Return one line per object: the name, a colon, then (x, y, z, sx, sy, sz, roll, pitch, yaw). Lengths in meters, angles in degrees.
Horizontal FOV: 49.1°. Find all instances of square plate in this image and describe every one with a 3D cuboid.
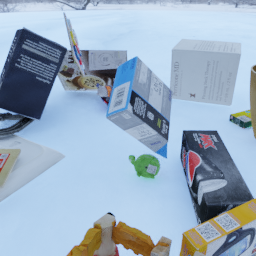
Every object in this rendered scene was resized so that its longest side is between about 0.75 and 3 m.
square plate: (-3.573, 0.882, 7.549, 2.691, 0.383, 2.665, 17, 33, 28)

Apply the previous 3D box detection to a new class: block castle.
block castle: (0.317, 2.542, 3.462, 2.932, 1.376, 1.959, 16, 29, 24)

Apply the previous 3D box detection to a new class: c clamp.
c clamp: (-4.175, -0.134, 9.226, 2.116, 0.335, 2.477, -1, 18, -2)

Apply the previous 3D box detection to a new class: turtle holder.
turtle holder: (0.435, 0.959, 7.234, 0.812, 0.617, 0.576, -11, 10, 17)

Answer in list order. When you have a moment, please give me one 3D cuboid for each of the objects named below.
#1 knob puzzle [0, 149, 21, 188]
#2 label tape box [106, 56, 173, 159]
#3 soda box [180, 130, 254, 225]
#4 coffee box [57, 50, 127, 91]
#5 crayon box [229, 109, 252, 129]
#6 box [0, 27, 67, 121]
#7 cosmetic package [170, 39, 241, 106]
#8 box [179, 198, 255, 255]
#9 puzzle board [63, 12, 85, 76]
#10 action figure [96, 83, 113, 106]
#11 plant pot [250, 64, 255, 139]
knob puzzle: (-3.583, 1.007, 6.652, 1.846, 0.256, 1.846, 1, 29, -1)
label tape box: (0.563, -0.414, 6.698, 0.710, 2.149, 1.539, -22, 46, 40)
soda box: (1.922, 1.105, 6.558, 1.019, 0.912, 2.880, 0, 28, 0)
coffee box: (-1.443, -2.438, 12.086, 2.893, 1.635, 1.155, 1, 69, 2)
crayon box: (4.251, -0.342, 9.916, 1.101, 0.280, 0.699, -13, 31, -22)
box: (-3.456, -1.915, 9.655, 1.502, 2.558, 2.515, 20, 7, -29)
cosmetic package: (3.232, -2.411, 11.779, 2.564, 2.146, 2.133, 9, 31, 18)
box: (1.762, 1.928, 4.738, 1.987, 1.183, 0.412, -14, 31, -23)
puzzle board: (-1.836, -2.860, 9.845, 0.177, 1.537, 2.040, -13, -6, -2)
action figure: (-0.493, -1.456, 11.063, 1.823, 0.986, 1.885, -1, 41, -41)
plant pot: (4.573, -0.620, 8.375, 2.075, 2.227, 2.075, -1, 28, 0)
